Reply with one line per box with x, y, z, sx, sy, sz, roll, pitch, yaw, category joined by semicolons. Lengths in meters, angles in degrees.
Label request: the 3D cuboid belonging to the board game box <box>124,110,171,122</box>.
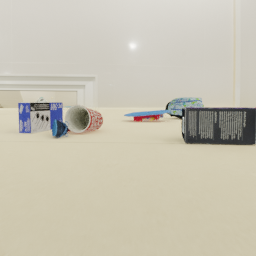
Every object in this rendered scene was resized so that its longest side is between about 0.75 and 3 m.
0.922;-0.500;13.161;2.213;0.431;1.749;-5;9;9;board game box

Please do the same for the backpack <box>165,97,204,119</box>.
3.114;-1.032;14.730;1.566;1.476;1.920;6;17;-22;backpack

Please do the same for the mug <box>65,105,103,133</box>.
-1.360;-0.256;8.356;1.043;0.784;1.175;2;0;17;mug

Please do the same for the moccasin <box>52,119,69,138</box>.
-1.750;-0.018;7.319;0.412;0.487;1.209;10;6;-17;moccasin

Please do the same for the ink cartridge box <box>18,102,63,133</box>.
-2.680;-0.367;8.798;0.422;0.897;1.907;1;5;15;ink cartridge box

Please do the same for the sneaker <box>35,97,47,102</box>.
-3.592;-0.723;11.581;0.940;1.105;2.497;-4;6;-25;sneaker

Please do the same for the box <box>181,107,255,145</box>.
2.001;-0.082;6.341;1.495;0.780;1.107;0;5;7;box
